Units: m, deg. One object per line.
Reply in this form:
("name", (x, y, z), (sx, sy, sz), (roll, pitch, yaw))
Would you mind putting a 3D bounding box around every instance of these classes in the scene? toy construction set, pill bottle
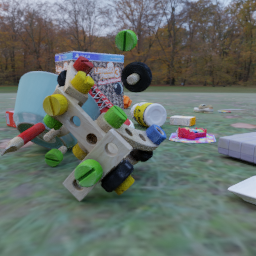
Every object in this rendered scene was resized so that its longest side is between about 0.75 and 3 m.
("toy construction set", (-0.790, 0.095, 4.007), (2.471, 2.061, 1.899), (-18, 15, 22))
("pill bottle", (0.647, -0.468, 9.566), (0.799, 0.799, 1.397), (-4, 9, -21))

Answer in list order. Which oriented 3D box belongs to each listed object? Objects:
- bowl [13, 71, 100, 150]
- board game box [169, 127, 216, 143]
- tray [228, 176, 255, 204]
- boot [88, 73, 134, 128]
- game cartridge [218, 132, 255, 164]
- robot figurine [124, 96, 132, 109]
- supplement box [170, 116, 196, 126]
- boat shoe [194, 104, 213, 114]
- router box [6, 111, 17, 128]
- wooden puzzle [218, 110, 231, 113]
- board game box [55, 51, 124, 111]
("bowl", (-1.623, -0.203, 5.927), (1.871, 0.978, 1.871), (14, -30, 9))
("board game box", (1.744, 0.120, 7.570), (1.181, 0.291, 1.495), (2, 9, 13))
("tray", (1.991, 0.868, 3.218), (0.777, 0.160, 1.446), (-7, 11, -40))
("boot", (-0.760, -0.607, 6.766), (0.856, 1.705, 2.364), (-29, 24, -16))
("game cartridge", (3.303, 0.376, 5.511), (2.652, 0.509, 1.719), (-5, 6, -28))
("robot figurine", (-0.392, -1.542, 16.705), (1.326, 0.773, 0.954), (8, 15, 40))
("supplement box", (1.942, -0.254, 9.942), (0.786, 0.289, 0.495), (6, 11, 33))
("boat shoe", (3.841, -0.998, 14.206), (0.480, 0.439, 1.284), (-5, 10, -29))
("router box", (-2.789, -0.352, 9.792), (1.921, 0.523, 2.140), (8, 12, 41))
("wooden puzzle", (4.953, -0.841, 14.406), (0.576, 0.068, 0.971), (2, 9, 10))
("board game box", (-1.182, -1.142, 8.944), (1.876, 2.353, 1.140), (-8, 12, -39))
